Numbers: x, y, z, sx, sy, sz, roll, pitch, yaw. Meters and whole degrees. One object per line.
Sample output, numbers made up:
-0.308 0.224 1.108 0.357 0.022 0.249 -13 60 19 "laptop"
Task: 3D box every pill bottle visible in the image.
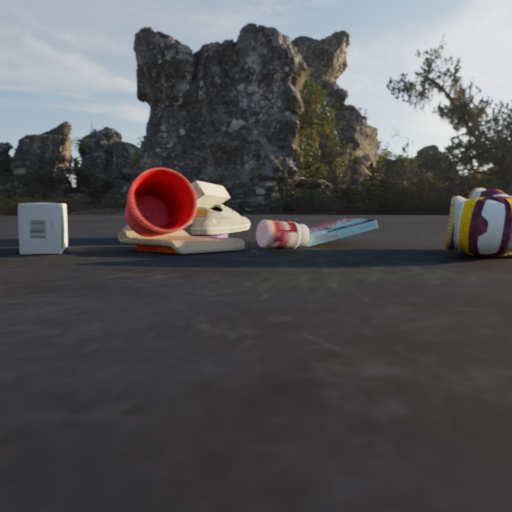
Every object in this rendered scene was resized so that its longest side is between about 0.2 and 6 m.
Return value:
0.495 -0.381 10.242 0.889 0.508 0.508 2 4 -31 "pill bottle"

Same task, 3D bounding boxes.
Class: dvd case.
1.511 -0.507 11.641 1.462 0.220 2.003 -15 5 -6 "dvd case"

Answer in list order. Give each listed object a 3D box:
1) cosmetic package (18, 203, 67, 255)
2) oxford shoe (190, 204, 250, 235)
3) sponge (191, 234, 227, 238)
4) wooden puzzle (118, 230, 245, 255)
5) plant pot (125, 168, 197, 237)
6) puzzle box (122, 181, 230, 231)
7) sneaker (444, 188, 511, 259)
-3.730 -0.507 9.859 0.688 0.873 1.622 -2 7 -14 "cosmetic package"
-0.754 -0.838 12.601 0.855 0.657 2.274 -2 4 24 "oxford shoe"
-1.060 -0.382 12.290 0.687 0.184 1.231 0 5 7 "sponge"
-1.331 -0.212 9.977 1.739 0.324 1.609 11 11 42 "wooden puzzle"
-1.724 -0.826 9.585 1.143 1.143 1.011 -3 -10 -29 "plant pot"
-1.686 -0.996 12.666 1.898 0.363 2.852 -31 0 8 "puzzle box"
4.056 -0.473 9.150 1.376 1.145 3.055 13 17 29 "sneaker"
